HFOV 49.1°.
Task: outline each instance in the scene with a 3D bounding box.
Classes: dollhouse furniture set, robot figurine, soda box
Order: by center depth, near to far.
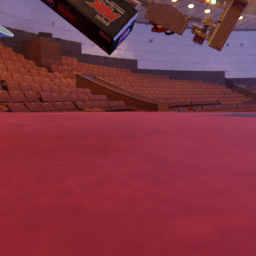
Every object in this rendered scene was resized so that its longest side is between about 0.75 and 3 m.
[{"bbox_3d":[-1.083,-2.801,5.995,2.594,0.918,0.822,39,-13,-1],"label":"soda box"},{"bbox_3d":[1.497,-3.190,7.227,2.615,1.277,2.230,26,26,1],"label":"dollhouse furniture set"},{"bbox_3d":[1.328,-3.840,10.493,1.024,0.298,0.743,13,-30,24],"label":"robot figurine"}]

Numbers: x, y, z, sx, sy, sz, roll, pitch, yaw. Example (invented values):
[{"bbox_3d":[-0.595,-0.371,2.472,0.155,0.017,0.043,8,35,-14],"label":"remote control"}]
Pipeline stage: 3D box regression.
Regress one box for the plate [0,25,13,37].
[{"bbox_3d":[-3.747,-2.731,7.236,1.531,0.196,1.531,31,11,-7],"label":"plate"}]
